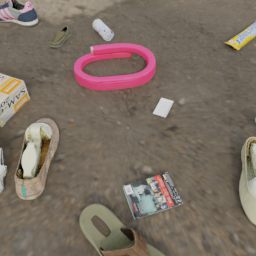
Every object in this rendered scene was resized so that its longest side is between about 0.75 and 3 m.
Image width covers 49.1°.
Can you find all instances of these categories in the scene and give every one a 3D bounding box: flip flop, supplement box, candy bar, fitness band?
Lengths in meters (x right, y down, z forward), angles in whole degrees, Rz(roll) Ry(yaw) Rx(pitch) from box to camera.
[{"bbox_3d":[-0.090,2.320,5.570,0.969,0.688,2.389,-36,57,-28],"label":"flip flop"},{"bbox_3d":[-4.348,-1.039,8.499,2.175,0.800,1.371,18,51,15],"label":"supplement box"},{"bbox_3d":[4.829,-3.785,11.326,2.622,0.291,0.654,-37,58,-28],"label":"candy bar"},{"bbox_3d":[-0.454,-2.162,9.712,2.827,0.529,2.030,-7,49,-5],"label":"fitness band"}]

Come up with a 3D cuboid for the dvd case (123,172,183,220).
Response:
[{"bbox_3d":[0.572,1.580,6.617,1.197,0.132,0.874,-14,50,-13],"label":"dvd case"}]

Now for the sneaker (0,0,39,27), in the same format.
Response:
[{"bbox_3d":[-5.080,-5.117,12.006,2.523,1.035,0.885,10,49,9],"label":"sneaker"}]

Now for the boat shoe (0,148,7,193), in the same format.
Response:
[{"bbox_3d":[-3.098,0.993,6.733,0.363,0.400,1.088,-15,83,-14],"label":"boat shoe"}]

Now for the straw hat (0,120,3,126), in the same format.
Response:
[{"bbox_3d":[-3.877,0.507,7.037,1.901,0.805,1.901,-15,20,6],"label":"straw hat"}]

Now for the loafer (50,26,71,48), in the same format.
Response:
[{"bbox_3d":[-2.709,-3.619,11.067,0.472,0.437,1.255,15,50,13],"label":"loafer"}]

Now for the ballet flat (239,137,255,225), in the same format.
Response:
[{"bbox_3d":[3.050,1.137,6.594,0.784,0.784,2.257,7,49,6],"label":"ballet flat"}]

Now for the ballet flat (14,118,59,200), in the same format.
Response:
[{"bbox_3d":[-2.281,0.493,7.083,0.890,0.880,2.616,-4,48,-3],"label":"ballet flat"}]

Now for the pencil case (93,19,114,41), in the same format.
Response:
[{"bbox_3d":[-1.024,-3.974,11.344,0.510,0.467,1.124,19,27,-47],"label":"pencil case"}]

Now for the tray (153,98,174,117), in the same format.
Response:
[{"bbox_3d":[1.088,-0.615,8.611,0.420,0.087,0.782,19,51,15],"label":"tray"}]
